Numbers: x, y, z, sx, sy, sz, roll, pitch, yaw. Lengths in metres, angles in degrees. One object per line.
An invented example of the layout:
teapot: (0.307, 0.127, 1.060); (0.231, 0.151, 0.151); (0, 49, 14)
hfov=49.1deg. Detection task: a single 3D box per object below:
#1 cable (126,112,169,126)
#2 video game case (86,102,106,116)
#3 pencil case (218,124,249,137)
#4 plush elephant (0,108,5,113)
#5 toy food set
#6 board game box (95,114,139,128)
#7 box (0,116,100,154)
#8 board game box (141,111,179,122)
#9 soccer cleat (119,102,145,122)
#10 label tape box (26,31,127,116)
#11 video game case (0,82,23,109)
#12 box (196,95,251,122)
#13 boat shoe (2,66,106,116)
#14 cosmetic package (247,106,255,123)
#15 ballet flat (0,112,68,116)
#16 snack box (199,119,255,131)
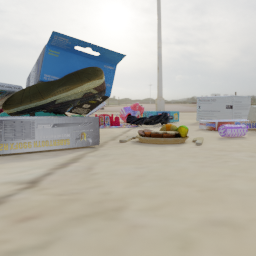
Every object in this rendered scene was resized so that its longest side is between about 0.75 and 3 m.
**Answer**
cable: (0.856, -0.430, 12.662); (1.951, 0.608, 2.392); (1, 4, 14)
video game case: (-1.836, -1.165, 12.030); (1.244, 1.368, 0.160); (-35, -19, -23)
pencil case: (2.852, 0.068, 7.562); (0.835, 0.350, 0.357); (-4, -23, -24)
plush elephant: (-5.449, -0.795, 11.024); (2.101, 1.730, 1.626); (-29, -8, -5)
toy food set: (0.811, 0.118, 6.660); (1.928, 0.387, 1.331); (1, 4, 14)
board game box: (-0.933, -0.364, 12.295); (2.868, 0.558, 2.266); (4, 6, 42)
box: (-2.143, 0.071, 5.676); (2.529, 0.611, 2.003); (-3, 5, -38)
board game box: (1.363, -0.666, 15.973); (1.998, 0.621, 2.646); (-2, 4, -22)
soccer cleat: (0.024, -0.656, 15.037); (0.870, 0.997, 2.608); (39, -21, -13)
label tape box: (-1.593, -1.310, 7.910); (2.044, 0.897, 2.834); (10, -20, -28)
video game case: (-3.891, -0.381, 6.548); (2.382, 0.263, 2.168); (-30, 1, 7)
box: (5.307, -1.050, 15.573); (2.203, 1.440, 2.191); (-4, 6, -43)
boat shoe: (-1.732, -0.714, 6.923); (2.562, 0.842, 0.916); (-21, 40, -5)
cosmetic package: (4.879, -0.318, 9.351); (0.761, 0.537, 1.469); (-4, 20, -40)
ballet flat: (-3.060, -0.243, 9.339); (2.386, 0.841, 0.779); (4, -11, 2)
snack box: (4.196, -0.139, 10.455); (2.941, 0.358, 1.057); (-1, 4, -19)
